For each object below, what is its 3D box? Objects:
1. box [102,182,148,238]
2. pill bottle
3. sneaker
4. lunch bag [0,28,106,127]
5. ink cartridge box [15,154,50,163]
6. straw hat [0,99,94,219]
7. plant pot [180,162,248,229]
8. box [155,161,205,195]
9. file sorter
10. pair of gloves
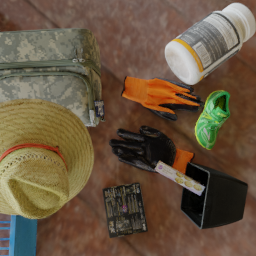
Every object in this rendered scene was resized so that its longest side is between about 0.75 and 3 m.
[{"bbox_3d":[-0.085,2.234,7.684,1.062,0.289,1.326,-10,79,-2],"label":"box"},{"bbox_3d":[2.376,-2.450,8.092,2.402,1.397,1.397,-37,81,-8],"label":"pill bottle"},{"bbox_3d":[2.421,-0.279,7.934,0.660,0.745,1.783,19,79,-12],"label":"sneaker"},{"bbox_3d":[-2.089,-1.214,7.596,2.915,2.031,2.445,-2,92,0],"label":"lunch bag"},{"bbox_3d":[-3.278,0.742,6.848,2.175,0.900,1.585,4,38,17],"label":"ink cartridge box"},{"bbox_3d":[-1.617,0.911,4.894,2.690,2.690,1.139,-32,37,-6],"label":"straw hat"},{"bbox_3d":[2.236,1.726,7.214,1.220,1.372,1.375,8,92,-10],"label":"plant pot"},{"bbox_3d":[1.400,1.355,7.613,1.399,0.271,0.290,30,95,5],"label":"box"},{"bbox_3d":[-3.115,2.471,7.132,1.186,1.342,1.934,-2,78,3],"label":"file sorter"},{"bbox_3d":[0.854,-0.114,8.155,2.487,0.345,2.792,13,81,1],"label":"pair of gloves"}]
